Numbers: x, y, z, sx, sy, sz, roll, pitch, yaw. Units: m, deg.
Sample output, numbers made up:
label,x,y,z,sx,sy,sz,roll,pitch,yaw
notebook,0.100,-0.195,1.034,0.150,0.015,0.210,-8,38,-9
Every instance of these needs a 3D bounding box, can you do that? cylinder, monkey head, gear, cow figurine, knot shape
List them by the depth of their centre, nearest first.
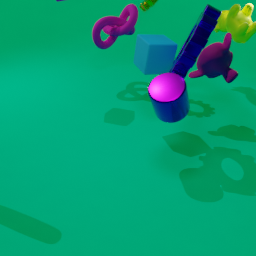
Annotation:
label,x,y,z,sx,sy,sz,roll,pitch,yaw
cylinder,0.924,-0.662,6.232,0.824,0.824,0.824,-9,57,14
gear,1.488,-1.904,6.442,0.329,1.777,1.777,28,36,-1
monkey head,2.556,-1.831,7.988,0.959,1.592,1.145,24,29,-38
gear,0.919,-4.320,9.034,1.303,0.241,1.303,-41,21,19
cow figurine,3.824,-3.652,10.084,0.951,1.705,1.733,-8,70,-10
knot shape,-0.525,-3.675,10.405,1.844,0.911,1.971,-34,9,-17

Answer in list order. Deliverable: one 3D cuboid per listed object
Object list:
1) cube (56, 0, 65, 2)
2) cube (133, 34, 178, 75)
label,x,y,z,sx,sy,sz,roll,pitch,yaw
cube,-1.944,-4.404,8.401,0.761,0.761,0.761,0,71,20
cube,0.713,-1.983,7.534,0.826,0.826,0.826,-6,37,-21
